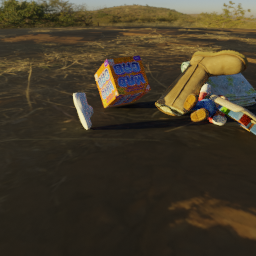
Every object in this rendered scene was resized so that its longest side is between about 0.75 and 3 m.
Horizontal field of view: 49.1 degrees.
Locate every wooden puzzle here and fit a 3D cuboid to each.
[{"bbox_3d":[3.347,-0.226,7.942,1.876,0.434,1.737,27,12,-15],"label":"wooden puzzle"}]

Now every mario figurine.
[{"bbox_3d":[2.632,-0.758,8.733,1.090,1.270,2.057,3,8,38],"label":"mario figurine"}]

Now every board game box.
[{"bbox_3d":[-0.231,-1.694,10.346,1.361,1.360,1.360,-13,-9,-28],"label":"board game box"}]

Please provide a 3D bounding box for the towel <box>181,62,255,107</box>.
[{"bbox_3d":[3.543,-1.782,10.976,2.177,0.612,2.543,-7,52,-20],"label":"towel"}]

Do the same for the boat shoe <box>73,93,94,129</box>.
[{"bbox_3d":[-1.370,-0.582,9.045,0.476,0.500,1.390,-15,55,-19],"label":"boat shoe"}]

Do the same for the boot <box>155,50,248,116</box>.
[{"bbox_3d":[2.502,-1.455,9.594,2.270,0.857,2.591,17,63,50],"label":"boot"}]
